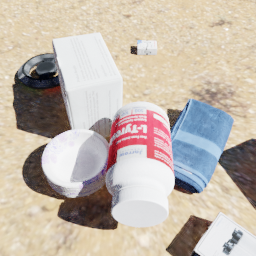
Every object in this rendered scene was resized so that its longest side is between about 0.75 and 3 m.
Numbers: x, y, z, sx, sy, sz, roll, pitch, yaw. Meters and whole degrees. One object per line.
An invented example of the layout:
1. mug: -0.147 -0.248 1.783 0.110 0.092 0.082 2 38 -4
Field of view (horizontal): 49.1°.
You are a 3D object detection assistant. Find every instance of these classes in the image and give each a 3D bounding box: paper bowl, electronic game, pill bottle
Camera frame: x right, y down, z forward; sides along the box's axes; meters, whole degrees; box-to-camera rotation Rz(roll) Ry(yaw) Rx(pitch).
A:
1. paper bowl: -1.276 0.962 7.312 1.757 0.914 1.757 0 50 0
2. electronic game: -2.937 -2.087 10.143 2.032 0.423 2.032 0 47 0
3. pill bottle: 0.278 0.767 6.469 1.508 1.508 2.686 1 45 1

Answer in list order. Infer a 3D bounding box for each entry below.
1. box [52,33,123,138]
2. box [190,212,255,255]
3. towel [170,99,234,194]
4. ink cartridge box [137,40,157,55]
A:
1. box: -1.180 -1.155 8.197 1.471 2.251 2.239 -13 52 -13
2. box: 2.472 2.886 5.932 1.981 0.596 1.155 33 58 23
3. towel: 1.911 0.397 7.935 1.568 0.681 2.808 24 54 18
4. ink cartridge box: 0.759 -3.194 11.131 0.772 0.326 0.564 0 50 0
